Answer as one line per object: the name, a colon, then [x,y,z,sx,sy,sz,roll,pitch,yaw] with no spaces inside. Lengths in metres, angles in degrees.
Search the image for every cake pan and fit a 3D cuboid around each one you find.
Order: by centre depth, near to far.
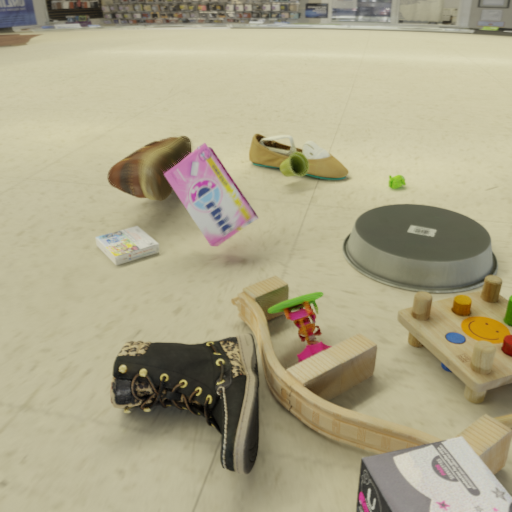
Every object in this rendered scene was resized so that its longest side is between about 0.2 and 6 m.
cake pan: [3.060,-0.258,10.493,2.848,0.522,2.848,0,29,0]

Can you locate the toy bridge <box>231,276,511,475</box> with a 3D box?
toy bridge: [0.931,1.494,7.179,1.425,0.577,4.239,-20,34,-32]

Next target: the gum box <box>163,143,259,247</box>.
gum box: [-0.850,-1.142,10.373,0.970,1.708,0.565,-34,-5,8]

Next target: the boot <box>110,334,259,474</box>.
boot: [-0.830,1.647,6.610,1.728,0.840,2.295,0,25,-2]

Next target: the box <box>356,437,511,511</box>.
box: [1.715,2.555,4.782,1.127,0.979,1.706,-7,29,-13]

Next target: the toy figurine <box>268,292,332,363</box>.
toy figurine: [0.705,1.099,7.727,0.800,0.981,1.066,-19,-12,7]

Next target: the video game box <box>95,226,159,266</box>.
video game box: [-2.467,-0.210,10.709,0.891,0.229,0.978,-16,33,-31]

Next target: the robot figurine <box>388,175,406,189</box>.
robot figurine: [3.411,-1.798,13.590,0.499,0.288,0.437,-26,36,-38]

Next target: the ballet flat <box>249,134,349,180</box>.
ballet flat: [1.042,-2.610,14.466,2.805,0.884,0.963,14,31,23]

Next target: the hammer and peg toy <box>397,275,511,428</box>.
hammer and peg toy: [3.214,1.233,7.350,1.813,0.869,2.465,-10,30,-18]

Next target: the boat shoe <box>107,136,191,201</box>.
boat shoe: [-2.231,-2.032,12.526,1.155,1.231,3.420,3,17,8]

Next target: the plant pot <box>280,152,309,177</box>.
plant pot: [0.880,-2.170,13.613,0.597,0.597,0.549,-20,5,-32]
